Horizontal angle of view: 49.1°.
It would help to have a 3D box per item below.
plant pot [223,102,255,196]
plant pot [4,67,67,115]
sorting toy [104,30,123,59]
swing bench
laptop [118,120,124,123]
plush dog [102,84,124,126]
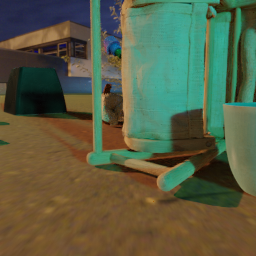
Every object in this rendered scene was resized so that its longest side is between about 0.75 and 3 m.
[{"bbox_3d":[1.757,0.240,3.249,1.287,1.032,1.287,0,8,0],"label":"plant pot"},{"bbox_3d":[-4.591,-1.825,13.689,2.447,2.176,2.453,-5,9,-35],"label":"plant pot"},{"bbox_3d":[0.588,-3.010,8.409,0.975,2.832,0.982,48,-4,24],"label":"sorting toy"},{"bbox_3d":[0.960,-0.847,4.479,2.852,2.837,1.850,-6,10,-40],"label":"swing bench"},{"bbox_3d":[0.509,-0.686,9.986,1.652,0.958,1.547,3,8,23],"label":"laptop"},{"bbox_3d":[-0.259,-0.679,9.427,1.416,1.323,1.648,15,2,-21],"label":"plush dog"}]
